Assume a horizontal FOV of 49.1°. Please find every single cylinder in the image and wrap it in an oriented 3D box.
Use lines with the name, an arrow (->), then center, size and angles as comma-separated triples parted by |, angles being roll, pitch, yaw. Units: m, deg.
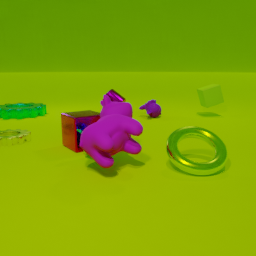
cylinder -> -0.574, -1.114, 11.520 | 0.721, 0.721, 0.721 | 38, 21, 8

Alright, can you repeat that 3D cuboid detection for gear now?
gear -> -4.281, -0.697, 11.089 | 1.992, 0.368, 1.992 | 0, 13, 0
gear -> -3.086, 0.240, 7.277 | 1.063, 0.197, 1.063 | 0, 13, 0

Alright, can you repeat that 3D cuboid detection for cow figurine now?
cow figurine -> -0.383, 0.001, 5.377 | 1.511, 0.830, 1.487 | -24, 40, -36

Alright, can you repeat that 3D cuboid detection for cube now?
cube -> -1.063, 0.050, 6.712 | 0.811, 0.811, 0.811 | -9, 15, -34
cube -> 3.153, -1.245, 10.749 | 0.703, 0.703, 0.703 | -18, 13, -1

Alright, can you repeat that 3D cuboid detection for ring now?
ring -> 1.296, 0.405, 5.312 | 1.163, 0.233, 1.163 | 2, 44, -2

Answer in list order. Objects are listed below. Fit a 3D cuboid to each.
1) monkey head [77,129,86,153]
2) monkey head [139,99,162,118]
monkey head -> -0.641, 0.286, 6.051 | 1.010, 0.609, 0.727 | 10, 5, -15
monkey head -> 0.851, -0.671, 10.569 | 0.782, 0.655, 1.086 | -23, -10, 26
